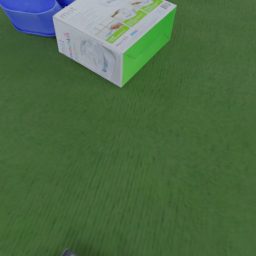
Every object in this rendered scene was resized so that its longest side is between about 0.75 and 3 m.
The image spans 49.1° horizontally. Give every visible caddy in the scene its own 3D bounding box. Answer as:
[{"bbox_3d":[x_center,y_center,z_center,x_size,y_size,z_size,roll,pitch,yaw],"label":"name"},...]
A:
[{"bbox_3d":[-2.955,-4.173,9.591,2.682,1.408,1.896,14,73,15],"label":"caddy"}]

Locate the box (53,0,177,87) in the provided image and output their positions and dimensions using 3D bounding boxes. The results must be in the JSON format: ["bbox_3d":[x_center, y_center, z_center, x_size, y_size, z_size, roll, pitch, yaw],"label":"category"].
[{"bbox_3d":[-0.363,-3.097,8.687,2.541,1.393,2.880,31,59,17],"label":"box"}]

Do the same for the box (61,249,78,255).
[{"bbox_3d":[-0.637,3.362,4.694,2.109,0.518,1.700,24,59,17],"label":"box"}]
